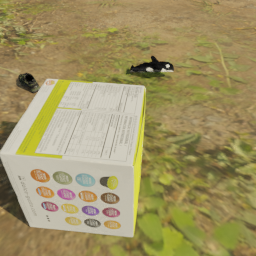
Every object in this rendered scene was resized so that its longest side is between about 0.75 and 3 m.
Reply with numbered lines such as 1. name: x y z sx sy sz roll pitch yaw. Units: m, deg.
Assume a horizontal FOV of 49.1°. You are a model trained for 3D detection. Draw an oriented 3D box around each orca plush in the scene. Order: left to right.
1. orca plush: 0.926 -2.515 10.990 1.740 0.618 0.915 6 13 28

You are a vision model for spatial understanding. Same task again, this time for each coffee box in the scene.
1. coffee box: -0.884 0.624 6.244 2.393 2.416 2.419 4 42 5

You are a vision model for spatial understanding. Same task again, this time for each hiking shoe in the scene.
1. hiking shoe: -3.702 -1.836 10.412 1.274 0.641 0.482 33 54 32
